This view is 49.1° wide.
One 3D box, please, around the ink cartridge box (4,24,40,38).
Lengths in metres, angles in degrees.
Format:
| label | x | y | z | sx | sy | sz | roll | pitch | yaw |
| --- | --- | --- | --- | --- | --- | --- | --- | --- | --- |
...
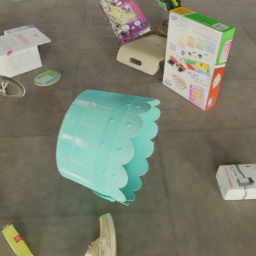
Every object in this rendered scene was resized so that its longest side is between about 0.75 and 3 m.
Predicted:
| label | x | y | z | sx | sy | sz | roll | pitch | yaw |
| --- | --- | --- | --- | --- | --- | --- | --- | --- | --- |
| ink cartridge box | -4.801 | -4.197 | 12.833 | 1.342 | 0.576 | 0.982 | -26 | 48 | -24 |

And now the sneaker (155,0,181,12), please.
| label | x | y | z | sx | sy | sz | roll | pitch | yaw |
| --- | --- | --- | --- | --- | --- | --- | --- | --- | --- |
| sneaker | 1.072 | -4.383 | 9.195 | 0.761 | 1.786 | 0.697 | 35 | 95 | 31 |

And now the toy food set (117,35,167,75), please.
| label | x | y | z | sx | sy | sz | roll | pitch | yaw |
| --- | --- | --- | --- | --- | --- | --- | --- | --- | --- |
| toy food set | 1.170 | -3.033 | 11.577 | 1.949 | 0.820 | 2.716 | 30 | 45 | 33 |

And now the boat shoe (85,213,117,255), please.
| label | x | y | z | sx | sy | sz | roll | pitch | yaw |
| --- | --- | --- | --- | --- | --- | --- | --- | --- | --- |
| boat shoe | -0.547 | 2.553 | 5.603 | 0.617 | 0.658 | 1.784 | 1 | 44 | -8 |

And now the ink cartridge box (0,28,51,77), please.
| label | x | y | z | sx | sy | sz | roll | pitch | yaw |
| --- | --- | --- | --- | --- | --- | --- | --- | --- | --- |
| ink cartridge box | -4.668 | -2.918 | 11.152 | 2.971 | 1.008 | 1.711 | -28 | 50 | -27 |

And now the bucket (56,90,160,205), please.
| label | x | y | z | sx | sy | sz | roll | pitch | yaw |
| --- | --- | --- | --- | --- | --- | --- | --- | --- | --- |
| bucket | -0.380 | 0.353 | 6.666 | 1.697 | 2.609 | 2.609 | 15 | 45 | 15 |

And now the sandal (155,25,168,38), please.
| label | x | y | z | sx | sy | sz | roll | pitch | yaw |
| --- | --- | --- | --- | --- | --- | --- | --- | --- | --- |
| sandal | 2.435 | -4.312 | 12.538 | 2.475 | 0.675 | 1.011 | 13 | 35 | -3 |

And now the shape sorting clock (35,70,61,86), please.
| label | x | y | z | sx | sy | sz | roll | pitch | yaw |
| --- | --- | --- | --- | --- | --- | --- | --- | --- | --- |
| shape sorting clock | -3.047 | -1.885 | 10.652 | 1.011 | 0.198 | 1.011 | -3 | 44 | 3 |

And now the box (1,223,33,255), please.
| label | x | y | z | sx | sy | sz | roll | pitch | yaw |
| --- | --- | --- | --- | --- | --- | --- | --- | --- | --- |
| box | -2.311 | 2.476 | 5.903 | 0.246 | 0.370 | 0.983 | -32 | 51 | -30 |

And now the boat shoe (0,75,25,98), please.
| label | x | y | z | sx | sy | sz | roll | pitch | yaw |
| --- | --- | --- | --- | --- | --- | --- | --- | --- | --- |
| boat shoe | -2.900 | -0.986 | 6.040 | 1.317 | 0.440 | 0.375 | 26 | 21 | 0 |

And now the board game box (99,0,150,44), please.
| label | x | y | z | sx | sy | sz | roll | pitch | yaw |
| --- | --- | --- | --- | --- | --- | --- | --- | --- | --- |
| board game box | -0.112 | -3.239 | 8.071 | 0.943 | 0.254 | 1.572 | -24 | 69 | -6 |

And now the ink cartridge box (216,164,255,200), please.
| label | x | y | z | sx | sy | sz | roll | pitch | yaw |
| --- | --- | --- | --- | --- | --- | --- | --- | --- | --- |
| ink cartridge box | 2.874 | 1.347 | 7.033 | 1.071 | 0.450 | 0.782 | -2 | 43 | -3 |

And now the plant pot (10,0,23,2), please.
| label | x | y | z | sx | sy | sz | roll | pitch | yaw |
| --- | --- | --- | --- | --- | --- | --- | --- | --- | --- |
| plant pot | -6.612 | -7.984 | 16.687 | 0.861 | 0.916 | 0.916 | -5 | 42 | -23 |

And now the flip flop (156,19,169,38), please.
| label | x | y | z | sx | sy | sz | roll | pitch | yaw |
| --- | --- | --- | --- | --- | --- | --- | --- | --- | --- |
| flip flop | 1.948 | -4.818 | 13.425 | 0.922 | 0.654 | 2.273 | 19 | 45 | 19 |

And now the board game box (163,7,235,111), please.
| label | x | y | z | sx | sy | sz | roll | pitch | yaw |
| --- | --- | --- | --- | --- | --- | --- | --- | --- | --- |
| board game box | 2.134 | -2.225 | 9.158 | 0.554 | 2.746 | 2.101 | -28 | 51 | -27 |
